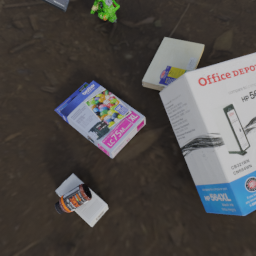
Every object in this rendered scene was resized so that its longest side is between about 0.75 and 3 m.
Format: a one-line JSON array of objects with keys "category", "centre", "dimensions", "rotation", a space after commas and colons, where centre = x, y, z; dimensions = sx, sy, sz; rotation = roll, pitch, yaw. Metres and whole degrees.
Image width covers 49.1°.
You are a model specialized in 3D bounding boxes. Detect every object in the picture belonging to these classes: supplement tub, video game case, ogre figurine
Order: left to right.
[{"category": "video game case", "centre": [-2.276, -4.701, 8.599], "dimensions": [1.348, 0.179, 1.887], "rotation": [20, 77, -24]}, {"category": "supplement tub", "centre": [-1.183, 1.548, 6.029], "dimensions": [0.764, 0.409, 0.409], "rotation": [-33, 64, 7]}, {"category": "ogre figurine", "centre": [-0.794, -3.944, 9.051], "dimensions": [0.879, 1.467, 0.720], "rotation": [37, 65, 15]}]

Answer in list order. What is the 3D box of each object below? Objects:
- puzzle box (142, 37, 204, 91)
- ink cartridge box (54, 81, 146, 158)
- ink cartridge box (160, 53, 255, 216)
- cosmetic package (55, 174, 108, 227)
[{"category": "puzzle box", "centre": [1.385, -1.900, 8.469], "dimensions": [1.323, 0.253, 1.989], "rotation": [18, 62, 17]}, {"category": "ink cartridge box", "centre": [-0.816, -0.378, 7.592], "dimensions": [2.271, 0.477, 1.355], "rotation": [36, 70, 21]}, {"category": "ink cartridge box", "centre": [2.309, 0.074, 6.159], "dimensions": [2.158, 1.246, 2.955], "rotation": [-19, 85, -21]}, {"category": "cosmetic package", "centre": [-1.061, 1.664, 6.482], "dimensions": [1.136, 0.405, 0.576], "rotation": [38, 67, 19]}]
